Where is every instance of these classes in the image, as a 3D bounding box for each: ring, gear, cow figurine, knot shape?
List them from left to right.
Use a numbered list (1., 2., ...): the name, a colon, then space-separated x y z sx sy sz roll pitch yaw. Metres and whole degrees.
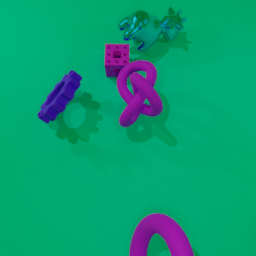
1. gear: -1.857 -0.856 7.602 0.292 1.579 1.579 37 73 -25
2. knot shape: 0.308 -0.863 7.259 0.862 1.745 1.864 4 97 -21
3. cow figurine: 0.780 -3.066 8.349 1.710 1.737 0.954 -33 64 24
4. ring: 0.636 2.847 5.778 0.418 2.088 2.088 9 70 -28

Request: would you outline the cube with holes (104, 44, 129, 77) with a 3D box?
1. cube with holes: -0.315 -2.007 8.372 0.704 0.704 0.704 1 72 0
